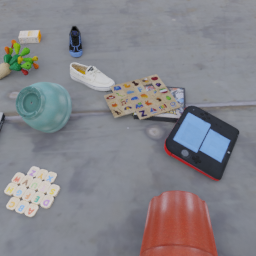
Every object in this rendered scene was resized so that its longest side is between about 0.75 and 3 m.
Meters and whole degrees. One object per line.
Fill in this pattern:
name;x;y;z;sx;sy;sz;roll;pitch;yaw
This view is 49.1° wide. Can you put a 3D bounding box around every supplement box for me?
supplement box;-4.850;-4.514;13.876;0.976;0.359;0.615;-4;50;-3

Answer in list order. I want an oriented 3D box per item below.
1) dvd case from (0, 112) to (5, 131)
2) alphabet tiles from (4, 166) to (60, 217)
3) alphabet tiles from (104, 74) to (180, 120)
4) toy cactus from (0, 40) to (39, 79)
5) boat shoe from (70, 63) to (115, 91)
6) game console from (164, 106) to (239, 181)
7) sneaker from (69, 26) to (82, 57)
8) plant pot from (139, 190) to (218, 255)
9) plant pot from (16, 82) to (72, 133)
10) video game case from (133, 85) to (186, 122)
dvd case;-5.767;0.174;9.953;2.323;0.287;1.746;-2;50;-1
alphabet tiles;-2.936;1.896;8.605;1.571;0.115;1.537;15;52;12
alphabet tiles;0.443;-1.161;10.881;2.501;0.094;2.090;-17;52;-14
toy cactus;-4.970;-2.797;12.176;1.839;1.140;2.229;-44;63;-9
boat shoe;-1.517;-2.204;11.664;2.128;0.743;0.755;24;54;19
game console;2.542;0.393;9.561;2.111;0.370;2.387;28;55;13
sneaker;-2.530;-4.141;13.325;0.644;0.715;1.836;-8;50;-8
plant pot;1.213;2.790;6.734;2.112;2.112;2.054;6;41;5
plant pot;-3.013;-0.786;9.580;1.808;1.212;1.808;-2;84;20
video game case;1.260;-0.995;10.965;1.968;0.251;1.779;5;49;4
